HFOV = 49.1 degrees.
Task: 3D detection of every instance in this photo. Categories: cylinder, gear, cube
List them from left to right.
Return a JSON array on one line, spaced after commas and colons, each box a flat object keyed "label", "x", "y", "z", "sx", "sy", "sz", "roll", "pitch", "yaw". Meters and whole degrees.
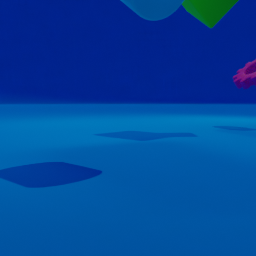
[{"label": "cylinder", "x": 0.224, "y": -1.951, "z": 3.579, "sx": 0.856, "sy": 0.856, "sz": 0.856, "roll": -3, "pitch": 41, "yaw": -31}, {"label": "cube", "x": 2.064, "y": -3.754, "z": 7.433, "sx": 1.291, "sy": 1.291, "sz": 1.291, "roll": 27, "pitch": 24, "yaw": -45}, {"label": "gear", "x": 4.219, "y": -1.868, "z": 9.049, "sx": 1.605, "sy": 0.297, "sz": 1.605, "roll": -35, "pitch": 15, "yaw": 11}]
